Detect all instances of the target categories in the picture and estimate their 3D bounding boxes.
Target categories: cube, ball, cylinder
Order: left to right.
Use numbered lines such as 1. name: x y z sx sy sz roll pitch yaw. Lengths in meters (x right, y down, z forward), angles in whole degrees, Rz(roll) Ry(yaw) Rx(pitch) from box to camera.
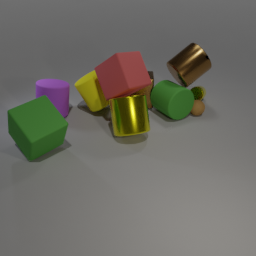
1. cube: -3.084 0.012 9.544 1.400 1.400 1.400 -31 73 -34
2. cylinder: -3.283 -1.284 12.206 1.400 1.400 1.400 7 23 -3
3. cylinder: -1.402 -1.677 12.364 1.400 1.400 1.400 -26 23 12
4. cube: -0.193 -2.044 11.000 1.400 1.400 1.400 -21 0 44
5. cylinder: 0.070 -0.488 10.581 1.400 1.400 1.400 -8 5 1
6. cube: 0.492 -1.845 13.271 1.400 1.400 1.400 2 27 3
7. cylinder: 1.921 -1.250 12.282 1.400 1.400 1.400 -16 32 -25
8. cylinder: 2.629 -2.706 12.142 1.400 1.400 1.400 -38 35 2
9. ball: 3.068 -0.901 12.451 0.700 0.700 0.700 0 30 0
10. cylinder: 3.404 -1.692 13.673 0.700 0.700 0.700 14 18 23
